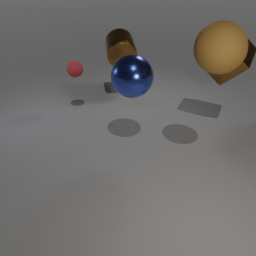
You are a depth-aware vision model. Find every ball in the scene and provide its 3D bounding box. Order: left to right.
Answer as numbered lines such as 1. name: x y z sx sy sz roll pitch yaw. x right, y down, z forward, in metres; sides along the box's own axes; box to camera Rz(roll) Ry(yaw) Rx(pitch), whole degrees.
1. ball: -2.254 -2.506 11.904 0.700 0.700 0.700 0 29 0
2. ball: 0.136 -1.681 9.150 1.400 1.400 1.400 0 29 0
3. ball: 2.492 -2.163 7.574 1.400 1.400 1.400 0 29 0

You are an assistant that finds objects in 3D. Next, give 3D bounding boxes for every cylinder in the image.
1. cylinder: -0.351 -3.799 13.397 1.400 1.400 1.400 -4 45 -7

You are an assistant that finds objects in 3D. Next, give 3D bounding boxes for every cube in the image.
1. cube: 3.734 -2.768 10.610 1.400 1.400 1.400 43 52 -10
